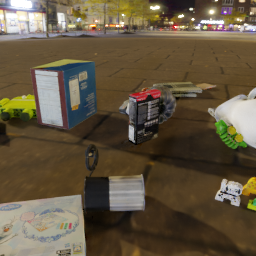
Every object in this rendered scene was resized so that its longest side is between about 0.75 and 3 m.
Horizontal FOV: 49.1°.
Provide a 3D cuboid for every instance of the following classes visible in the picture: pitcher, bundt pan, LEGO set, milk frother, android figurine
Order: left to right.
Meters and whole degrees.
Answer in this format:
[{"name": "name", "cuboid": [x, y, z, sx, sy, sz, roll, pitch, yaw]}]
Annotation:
[{"name": "android figurine", "cuboid": [-4.845, -1.059, 13.383, 2.620, 0.591, 2.879, 2, 24, 3]}, {"name": "milk frother", "cuboid": [-0.353, 1.213, 6.908, 1.419, 1.508, 1.361, -1, 19, -4]}, {"name": "bundt pan", "cuboid": [1.258, -0.862, 11.661, 1.763, 1.763, 0.662, -9, 38, -21]}, {"name": "pitcher", "cuboid": [4.886, -0.544, 10.257, 2.416, 1.707, 2.816, -42, 23, 4]}, {"name": "LEGO set", "cuboid": [3.509, 1.491, 6.885, 2.403, 0.986, 0.916, 12, 25, 27]}]

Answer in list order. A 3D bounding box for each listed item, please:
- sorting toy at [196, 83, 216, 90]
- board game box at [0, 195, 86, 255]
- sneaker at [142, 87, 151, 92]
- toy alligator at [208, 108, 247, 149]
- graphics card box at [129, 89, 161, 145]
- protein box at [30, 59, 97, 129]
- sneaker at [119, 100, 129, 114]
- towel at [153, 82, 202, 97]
[{"name": "sorting toy", "cuboid": [4.802, -2.595, 17.541, 0.984, 0.194, 1.063, -15, 23, -31]}, {"name": "board game box", "cuboid": [-1.899, 2.221, 5.880, 1.941, 0.421, 1.931, -4, 23, -10]}, {"name": "sneaker", "cuboid": [1.156, -2.235, 16.569, 0.905, 0.343, 0.416, -11, 11, -29]}, {"name": "toy alligator", "cuboid": [3.359, 0.146, 9.760, 0.525, 1.936, 0.574, -50, 8, -19]}, {"name": "graphics card box", "cuboid": [0.603, -0.408, 10.224, 1.171, 1.867, 0.475, -19, 29, -35]}, {"name": "protein box", "cuboid": [-2.647, -1.544, 12.162, 1.628, 2.414, 2.396, 10, 25, 22]}, {"name": "sneaker", "cuboid": [0.145, -1.163, 13.549, 0.735, 0.685, 1.854, 5, 23, 22]}, {"name": "towel", "cuboid": [2.900, -2.287, 16.657, 2.514, 0.434, 2.421, -4, 20, -4]}]
